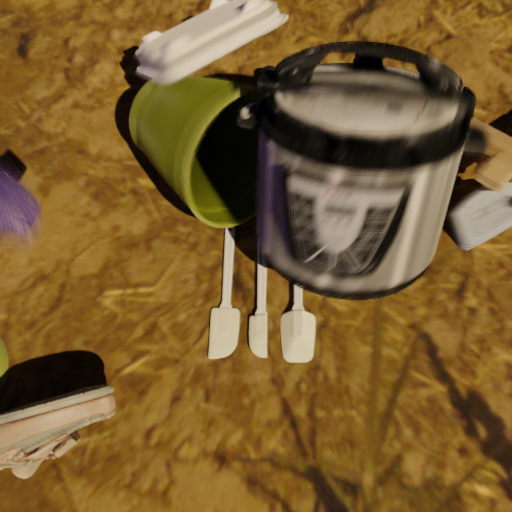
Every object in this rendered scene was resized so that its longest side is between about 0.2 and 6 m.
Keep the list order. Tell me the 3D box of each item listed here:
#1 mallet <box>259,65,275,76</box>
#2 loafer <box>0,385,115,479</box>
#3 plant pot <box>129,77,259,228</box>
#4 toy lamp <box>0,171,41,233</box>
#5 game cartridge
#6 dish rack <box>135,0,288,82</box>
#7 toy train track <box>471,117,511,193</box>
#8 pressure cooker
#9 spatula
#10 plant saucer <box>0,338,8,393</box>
[{"bbox_3d":[0.987,-3.719,11.372,1.921,0.395,0.633,-20,61,-15],"label":"mallet"},{"bbox_3d":[-3.489,2.712,7.810,3.320,1.194,1.044,-17,82,-1],"label":"loafer"},{"bbox_3d":[-0.929,-2.017,9.520,2.353,2.353,2.266,-42,53,-18],"label":"plant pot"},{"bbox_3d":[-2.818,-0.803,4.881,1.902,0.554,0.554,35,60,-30],"label":"toy lamp"},{"bbox_3d":[3.959,-0.741,9.665,1.269,0.257,0.846,-27,108,-14],"label":"game cartridge"},{"bbox_3d":[-0.904,-3.919,9.800,2.486,0.541,2.134,-33,36,-12],"label":"dish rack"},{"bbox_3d":[5.026,-2.094,10.277,2.110,0.598,3.679,37,58,21],"label":"toy train track"},{"bbox_3d":[1.393,-1.400,8.125,2.900,3.298,2.946,-19,42,-27],"label":"pressure cooker"},{"bbox_3d":[0.131,0.560,9.315,1.694,0.196,2.437,0,63,6],"label":"spatula"},{"bbox_3d":[-4.795,1.793,8.615,1.829,0.284,1.829,0,63,-1],"label":"plant saucer"}]
